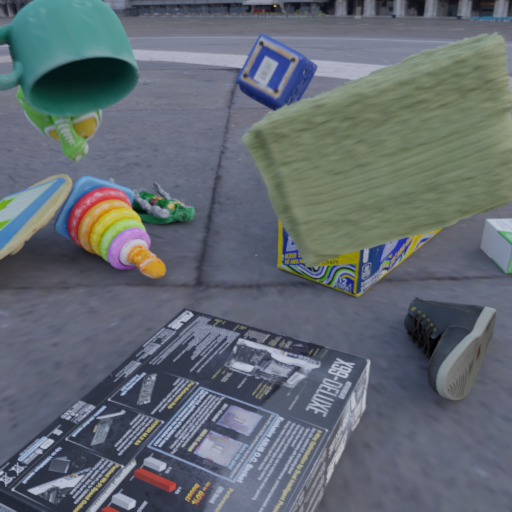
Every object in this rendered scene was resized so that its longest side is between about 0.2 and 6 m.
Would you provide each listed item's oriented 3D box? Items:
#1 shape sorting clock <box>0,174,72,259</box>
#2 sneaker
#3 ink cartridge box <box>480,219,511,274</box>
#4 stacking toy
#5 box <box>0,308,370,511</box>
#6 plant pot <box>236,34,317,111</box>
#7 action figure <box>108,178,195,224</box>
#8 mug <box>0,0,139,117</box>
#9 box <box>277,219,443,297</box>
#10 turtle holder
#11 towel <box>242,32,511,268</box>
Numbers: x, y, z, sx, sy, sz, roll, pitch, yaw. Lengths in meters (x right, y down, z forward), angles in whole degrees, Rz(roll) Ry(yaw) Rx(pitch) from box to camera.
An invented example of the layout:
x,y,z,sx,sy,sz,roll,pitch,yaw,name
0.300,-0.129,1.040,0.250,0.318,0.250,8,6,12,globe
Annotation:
x,y,z,sx,sy,sz,roll,pitch,yaw,name
-3.884,-0.466,8.825,2.403,0.471,2.403,-24,29,14,shape sorting clock
2.104,1.045,6.588,0.994,0.700,1.872,11,19,32,sneaker
4.505,-0.181,9.042,1.342,0.564,0.979,-1,26,-3,ink cartridge box
-2.096,-0.243,8.828,2.096,1.150,1.217,39,14,31,stacking toy
-0.475,1.668,5.125,2.280,0.719,2.891,12,29,23,box
0.319,-3.229,9.963,1.101,1.101,0.990,32,13,8,plant pot
-2.114,-1.029,10.807,2.224,0.608,1.314,16,27,23,action figure
-2.514,-2.709,7.272,1.506,1.133,1.833,-23,-8,22,mug
2.235,-0.952,9.653,1.542,1.415,4.402,19,33,34,box
-3.000,-2.389,9.033,1.699,1.207,1.291,35,66,28,turtle holder
0.965,-0.713,4.124,1.862,1.382,0.340,-19,32,13,towel
